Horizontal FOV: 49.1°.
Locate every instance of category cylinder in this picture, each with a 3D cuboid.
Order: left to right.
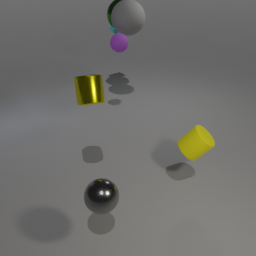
[{"bbox_3d":[-0.952,-0.944,6.964,0.700,0.700,0.700,-6,8,1],"label":"cylinder"},{"bbox_3d":[1.804,0.397,7.429,0.700,0.700,0.700,32,32,-23],"label":"cylinder"}]

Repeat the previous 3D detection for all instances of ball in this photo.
[{"bbox_3d":[-0.523,1.347,5.541,0.700,0.700,0.700,0,29,0],"label":"ball"},{"bbox_3d":[-0.335,-3.233,10.658,0.700,0.700,0.700,0,29,0],"label":"ball"},{"bbox_3d":[-0.255,-5.139,12.719,1.400,1.400,1.400,0,29,0],"label":"ball"},{"bbox_3d":[0.007,-4.527,11.503,1.400,1.400,1.400,0,29,0],"label":"ball"}]

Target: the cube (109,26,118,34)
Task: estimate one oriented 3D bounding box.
[{"bbox_3d":[-0.385,-5.125,14.311,0.700,0.700,0.700,1,42,-53],"label":"cube"}]
